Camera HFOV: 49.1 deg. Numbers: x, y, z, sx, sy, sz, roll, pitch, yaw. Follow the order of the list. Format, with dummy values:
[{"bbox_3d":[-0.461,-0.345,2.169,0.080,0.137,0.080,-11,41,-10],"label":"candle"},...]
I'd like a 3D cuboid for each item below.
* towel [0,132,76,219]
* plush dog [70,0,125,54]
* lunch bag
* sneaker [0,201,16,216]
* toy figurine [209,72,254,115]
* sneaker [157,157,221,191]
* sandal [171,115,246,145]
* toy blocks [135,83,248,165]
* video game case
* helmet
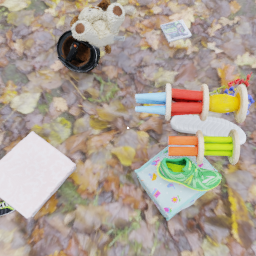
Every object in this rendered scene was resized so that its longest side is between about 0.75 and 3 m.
[{"bbox_3d":[-3.565,1.632,10.230,2.428,0.410,2.542,33,62,16],"label":"towel"},{"bbox_3d":[-1.116,-3.708,10.042,1.957,1.570,1.681,-28,63,-3],"label":"plush dog"},{"bbox_3d":[1.743,1.678,9.742,2.380,1.451,2.028,-34,68,-10],"label":"lunch bag"},{"bbox_3d":[-4.430,2.798,9.672,1.337,0.554,0.479,-28,67,-13],"label":"sneaker"},{"bbox_3d":[4.328,-1.068,11.277,2.274,1.199,1.362,-25,72,-11],"label":"toy figurine"},{"bbox_3d":[1.833,1.346,8.335,1.948,0.814,0.721,11,53,3],"label":"sneaker"},{"bbox_3d":[3.101,0.102,10.972,2.872,0.706,1.169,17,49,22],"label":"sandal"},{"bbox_3d":[1.678,-0.078,8.030,2.913,2.428,1.058,2,27,6],"label":"toy blocks"},{"bbox_3d":[2.315,-4.723,13.586,1.191,0.139,1.083,-17,65,-8],"label":"video game case"},{"bbox_3d":[-2.107,-3.256,11.948,1.867,1.867,1.780,-13,25,-6],"label":"helmet"}]
